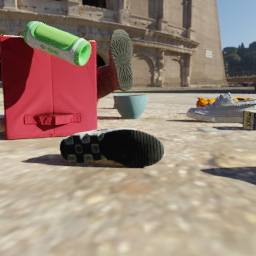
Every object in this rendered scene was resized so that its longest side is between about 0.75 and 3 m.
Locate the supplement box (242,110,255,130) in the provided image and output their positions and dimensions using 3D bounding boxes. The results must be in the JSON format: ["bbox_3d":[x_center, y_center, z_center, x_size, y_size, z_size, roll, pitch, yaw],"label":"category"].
[{"bbox_3d":[4.078,-0.249,8.566,0.813,0.546,0.812,0,9,-2],"label":"supplement box"}]

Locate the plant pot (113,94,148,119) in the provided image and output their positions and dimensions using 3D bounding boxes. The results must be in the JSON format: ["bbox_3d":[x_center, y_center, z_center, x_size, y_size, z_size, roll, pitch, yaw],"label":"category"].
[{"bbox_3d":[0.106,-0.858,11.242,1.403,0.945,1.403,0,9,0],"label":"plant pot"}]

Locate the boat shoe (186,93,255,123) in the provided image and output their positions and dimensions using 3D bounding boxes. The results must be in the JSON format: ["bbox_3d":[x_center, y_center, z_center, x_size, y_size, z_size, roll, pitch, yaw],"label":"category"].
[{"bbox_3d":[3.639,-0.761,10.260,2.929,1.043,1.022,1,9,9],"label":"boat shoe"}]

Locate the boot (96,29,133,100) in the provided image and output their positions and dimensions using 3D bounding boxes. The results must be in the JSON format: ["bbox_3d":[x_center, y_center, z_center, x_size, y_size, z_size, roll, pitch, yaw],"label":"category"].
[{"bbox_3d":[-0.664,-1.827,8.543,0.744,1.865,2.051,-2,3,-29],"label":"boot"}]

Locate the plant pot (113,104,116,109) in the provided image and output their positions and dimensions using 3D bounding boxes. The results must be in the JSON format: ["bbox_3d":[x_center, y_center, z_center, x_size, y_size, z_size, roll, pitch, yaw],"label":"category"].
[{"bbox_3d":[-0.278,-1.524,16.183,1.174,0.788,1.174,0,9,0],"label":"plant pot"}]

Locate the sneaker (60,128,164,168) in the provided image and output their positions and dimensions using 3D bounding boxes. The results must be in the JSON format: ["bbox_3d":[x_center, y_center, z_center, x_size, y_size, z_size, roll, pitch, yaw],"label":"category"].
[{"bbox_3d":[-0.216,0.257,4.870,1.769,0.655,0.783,3,11,16],"label":"sneaker"}]

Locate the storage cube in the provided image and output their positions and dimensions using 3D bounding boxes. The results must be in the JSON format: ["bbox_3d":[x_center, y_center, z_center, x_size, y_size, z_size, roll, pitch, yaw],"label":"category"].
[{"bbox_3d":[-2.296,-1.143,8.064,2.365,2.487,2.766,-3,10,-19],"label":"storage cube"}]

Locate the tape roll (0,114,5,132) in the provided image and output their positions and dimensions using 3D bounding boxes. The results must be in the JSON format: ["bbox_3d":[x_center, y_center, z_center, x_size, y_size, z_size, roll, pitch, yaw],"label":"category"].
[{"bbox_3d":[-4.676,-0.113,8.113,2.251,0.411,2.251,1,8,0],"label":"tape roll"}]

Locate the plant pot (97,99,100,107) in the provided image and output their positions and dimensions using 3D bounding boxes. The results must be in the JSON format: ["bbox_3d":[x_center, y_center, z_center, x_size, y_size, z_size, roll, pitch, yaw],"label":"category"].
[{"bbox_3d":[-2.521,-1.354,11.168,2.290,2.290,2.227,-4,1,-25],"label":"plant pot"}]

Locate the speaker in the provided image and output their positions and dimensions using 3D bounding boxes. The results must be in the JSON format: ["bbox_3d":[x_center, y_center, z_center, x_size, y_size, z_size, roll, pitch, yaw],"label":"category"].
[{"bbox_3d":[-1.575,-1.888,6.247,1.432,0.633,0.633,24,14,11],"label":"speaker"}]

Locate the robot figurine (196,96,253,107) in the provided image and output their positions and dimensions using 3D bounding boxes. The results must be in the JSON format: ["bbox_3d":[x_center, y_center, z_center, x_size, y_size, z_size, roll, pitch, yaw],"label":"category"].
[{"bbox_3d":[4.608,-0.998,12.662,2.733,0.796,1.982,-2,11,-12],"label":"robot figurine"}]
